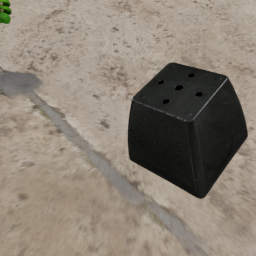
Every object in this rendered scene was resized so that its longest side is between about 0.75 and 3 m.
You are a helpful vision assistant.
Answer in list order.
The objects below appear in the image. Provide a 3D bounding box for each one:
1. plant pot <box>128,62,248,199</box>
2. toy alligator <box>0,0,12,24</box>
[{"bbox_3d":[0.463,-0.063,2.367,0.814,0.724,0.816,25,60,36],"label":"plant pot"},{"bbox_3d":[-3.221,-3.333,6.619,0.676,2.490,0.738,-12,3,-26],"label":"toy alligator"}]
